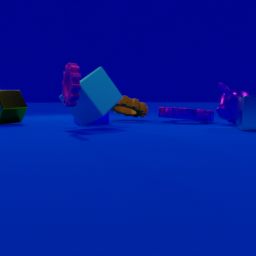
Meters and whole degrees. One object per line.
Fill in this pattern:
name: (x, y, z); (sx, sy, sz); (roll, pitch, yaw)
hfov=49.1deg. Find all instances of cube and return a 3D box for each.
cube: (-1.076, -0.899, 8.189); (1.108, 1.108, 1.108); (-22, 20, 45)
cube: (3.713, -0.437, 8.041); (0.979, 0.979, 0.979); (1, 6, 12)
cube: (-4.146, -0.727, 9.755); (0.854, 0.854, 0.854); (-9, -32, -44)
cube: (-1.347, -0.707, 10.126); (1.101, 1.101, 1.101); (-2, 6, -19)

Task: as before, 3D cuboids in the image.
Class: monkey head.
monkey head: (3.780, -0.741, 9.429); (1.967, 1.185, 1.415); (25, 0, -19)

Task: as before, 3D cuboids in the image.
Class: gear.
gear: (-0.080, -0.872, 11.519); (1.775, 0.328, 1.775); (13, -12, 3)
gear: (2.257, -0.534, 10.942); (2.094, 0.387, 2.094); (5, 2, 0)
gear: (-1.415, -1.057, 6.943); (0.195, 1.056, 1.056); (1, 5, -27)
